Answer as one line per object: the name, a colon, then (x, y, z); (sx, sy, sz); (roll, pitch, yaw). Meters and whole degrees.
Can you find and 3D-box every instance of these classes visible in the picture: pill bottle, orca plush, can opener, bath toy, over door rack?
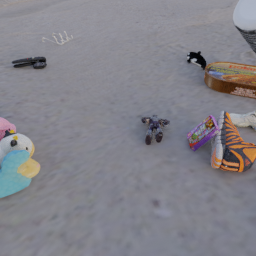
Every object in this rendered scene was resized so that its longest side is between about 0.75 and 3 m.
pill bottle: (2.143, -1.002, 3.437); (0.940, 1.770, 0.940); (-35, 36, 30)
orca plush: (2.758, -2.802, 11.138); (0.712, 0.481, 1.353); (-3, 37, -3)
can opener: (-3.825, -2.555, 10.864); (1.327, 0.421, 0.522); (-1, 38, -3)
bath toy: (-3.144, 0.256, 6.571); (1.280, 1.088, 2.944); (-26, 43, -31)
over door rack: (-3.338, -4.285, 13.201); (1.191, 0.397, 0.880); (15, 39, 20)

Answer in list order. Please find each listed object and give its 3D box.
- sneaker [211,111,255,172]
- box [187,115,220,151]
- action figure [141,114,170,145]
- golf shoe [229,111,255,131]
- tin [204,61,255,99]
sneaker: (2.630, 0.365, 6.846); (1.054, 0.730, 1.882); (12, 47, 8)
box: (1.867, 0.126, 7.016); (0.165, 0.842, 0.576); (34, 30, -21)
action figure: (0.733, -0.058, 7.549); (0.801, 0.427, 1.231); (-1, 33, 8)
golf shoe: (3.336, -0.285, 7.723); (1.165, 0.566, 0.456); (17, 43, 24)
tin: (4.050, -1.637, 9.552); (2.854, 0.598, 1.598); (14, 43, 18)
